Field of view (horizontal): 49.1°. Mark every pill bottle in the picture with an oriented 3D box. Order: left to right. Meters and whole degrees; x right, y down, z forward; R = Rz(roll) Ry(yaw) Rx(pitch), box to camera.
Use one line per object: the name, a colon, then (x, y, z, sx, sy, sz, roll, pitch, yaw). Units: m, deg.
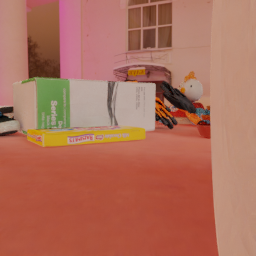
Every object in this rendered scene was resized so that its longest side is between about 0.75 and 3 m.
pill bottle: (1.633, -0.265, 0.136, 2.942, 1.759, 1.759, 1, 5, 11)

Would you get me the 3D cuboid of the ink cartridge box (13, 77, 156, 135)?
ink cartridge box: (-1.029, -0.489, 6.628, 2.833, 1.191, 2.068, -3, 5, -32)

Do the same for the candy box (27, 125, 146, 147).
candy box: (-0.724, 0.115, 5.047, 1.901, 0.251, 0.972, -3, 8, -33)

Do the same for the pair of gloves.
pair of gloves: (1.196, -0.805, 8.542, 2.373, 0.293, 2.114, -5, 46, -42)

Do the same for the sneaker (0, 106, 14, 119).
sneaker: (-2.929, -0.468, 8.933, 2.131, 0.804, 1.226, -1, 6, 14)

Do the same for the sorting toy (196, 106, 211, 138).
sorting toy: (2.325, -0.261, 5.978, 1.240, 0.847, 2.064, 3, 5, 40)

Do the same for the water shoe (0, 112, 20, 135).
water shoe: (-3.314, -0.300, 6.164, 2.271, 0.896, 0.812, 2, 5, 29)

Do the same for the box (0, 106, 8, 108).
box: (-3.964, -0.465, 9.949, 1.256, 0.637, 0.707, 0, 3, 6)

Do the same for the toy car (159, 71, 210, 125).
toy car: (2.133, -1.101, 10.086, 1.674, 1.893, 1.745, -4, 6, -44)
